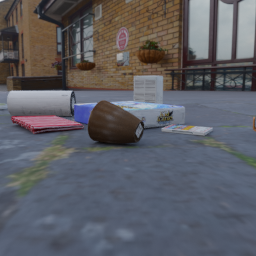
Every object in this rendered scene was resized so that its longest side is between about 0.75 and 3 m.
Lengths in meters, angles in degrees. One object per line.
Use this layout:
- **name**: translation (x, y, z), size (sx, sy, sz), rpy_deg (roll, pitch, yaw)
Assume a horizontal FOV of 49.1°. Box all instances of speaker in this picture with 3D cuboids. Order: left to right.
- **speaker**: translation (-3.465, -0.990, 11.307), size (2.546, 1.034, 1.034), rpy_deg (0, 9, 2)

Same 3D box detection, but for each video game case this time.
- **video game case**: translation (-0.021, -0.484, 9.344), size (2.568, 0.644, 2.833), rpy_deg (-8, 12, -37)
- **video game case**: translation (1.646, 0.044, 7.757), size (1.194, 0.104, 0.853), rpy_deg (6, 11, 30)

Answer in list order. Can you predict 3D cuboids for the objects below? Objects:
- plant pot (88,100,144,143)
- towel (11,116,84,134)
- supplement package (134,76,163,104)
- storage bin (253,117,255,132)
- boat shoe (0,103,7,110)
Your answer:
- **plant pot**: translation (-0.195, -0.046, 6.143), size (1.016, 0.950, 0.950), rpy_deg (15, 15, 26)
- **towel**: translation (-2.493, -0.137, 8.503), size (1.532, 0.238, 2.119), rpy_deg (-4, 12, -37)
- **supplement package**: translation (1.089, -1.910, 14.870), size (1.265, 1.680, 1.275), rpy_deg (4, 10, 21)
- **storage bin**: translation (3.816, -0.388, 6.801), size (1.387, 1.280, 1.906), rpy_deg (5, 9, 26)
- **boat shoe**: translation (-6.818, -1.145, 13.791), size (1.680, 0.521, 0.605), rpy_deg (-2, 9, -9)
